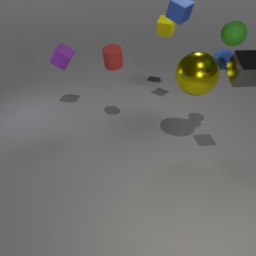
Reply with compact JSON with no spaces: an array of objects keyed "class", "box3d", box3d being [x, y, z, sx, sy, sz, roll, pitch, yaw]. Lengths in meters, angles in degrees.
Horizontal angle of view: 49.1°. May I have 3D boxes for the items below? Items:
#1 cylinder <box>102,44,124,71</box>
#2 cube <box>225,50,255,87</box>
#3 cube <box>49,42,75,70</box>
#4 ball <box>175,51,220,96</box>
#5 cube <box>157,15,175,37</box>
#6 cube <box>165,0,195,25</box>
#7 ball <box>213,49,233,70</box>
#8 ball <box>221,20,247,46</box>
[{"class":"cylinder","box3d":[-0.540,-2.554,10.101,0.700,0.700,0.700,-4,44,3]},{"class":"cube","box3d":[3.140,-1.579,7.468,0.700,0.700,0.700,-3,59,-7]},{"class":"cube","box3d":[-2.737,-2.974,11.647,0.700,0.700,0.700,29,39,-14]},{"class":"ball","box3d":[2.205,-1.726,8.938,1.400,1.400,1.400,0,30,0]},{"class":"cube","box3d":[1.793,-4.808,13.214,0.700,0.700,0.700,13,53,17]},{"class":"cube","box3d":[1.962,-4.474,10.612,0.700,0.700,0.700,38,55,18]},{"class":"ball","box3d":[3.201,-2.306,9.426,0.700,0.700,0.700,0,30,0]},{"class":"ball","box3d":[2.990,-2.675,7.920,0.700,0.700,0.700,0,30,0]}]
